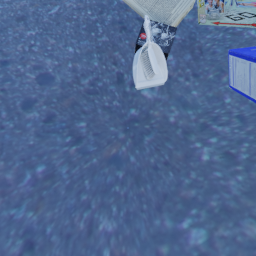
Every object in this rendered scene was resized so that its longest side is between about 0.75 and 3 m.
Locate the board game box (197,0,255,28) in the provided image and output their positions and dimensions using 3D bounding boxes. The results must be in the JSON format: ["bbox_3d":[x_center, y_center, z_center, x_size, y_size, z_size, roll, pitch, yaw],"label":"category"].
[{"bbox_3d":[3.030,-3.459,6.785,2.900,1.952,0.422,20,50,38],"label":"board game box"}]

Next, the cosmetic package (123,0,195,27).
[{"bbox_3d":[0.545,-3.763,7.720,2.421,1.056,1.251,42,104,-2],"label":"cosmetic package"}]

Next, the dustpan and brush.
[{"bbox_3d":[0.384,-1.384,5.099,0.863,0.354,1.236,-18,94,-41],"label":"dustpan and brush"}]

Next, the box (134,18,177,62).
[{"bbox_3d":[0.657,-2.102,6.730,0.833,0.434,0.759,17,73,3],"label":"box"}]

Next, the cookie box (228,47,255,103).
[{"bbox_3d":[2.465,-0.740,3.811,1.567,0.688,1.832,-7,22,0],"label":"cookie box"}]
